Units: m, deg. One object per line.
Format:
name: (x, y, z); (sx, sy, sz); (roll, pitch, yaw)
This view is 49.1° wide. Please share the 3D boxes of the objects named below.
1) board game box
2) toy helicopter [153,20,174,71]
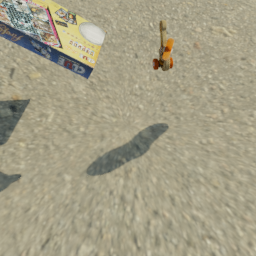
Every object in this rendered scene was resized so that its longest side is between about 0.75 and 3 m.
board game box: (-2.018, -2.626, 7.554); (2.688, 0.465, 1.821); (25, 48, -16)
toy helicopter: (0.780, -1.776, 6.040); (0.425, 1.077, 0.712); (-5, 8, -5)
